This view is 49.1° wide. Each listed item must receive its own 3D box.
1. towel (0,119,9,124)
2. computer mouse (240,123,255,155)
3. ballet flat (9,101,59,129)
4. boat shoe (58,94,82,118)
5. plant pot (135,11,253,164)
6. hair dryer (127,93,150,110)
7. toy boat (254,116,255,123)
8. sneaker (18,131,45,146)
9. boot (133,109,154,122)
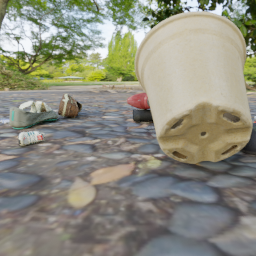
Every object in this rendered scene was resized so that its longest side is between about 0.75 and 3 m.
[{"bbox_3d":[-5.044,-0.297,11.945,0.660,0.107,0.898,-8,12,-41],"label":"towel"},{"bbox_3d":[3.707,0.120,7.677,1.760,0.670,2.542,6,13,34],"label":"computer mouse"},{"bbox_3d":[-3.704,-0.645,11.455,1.011,0.955,2.999,2,10,14],"label":"ballet flat"},{"bbox_3d":[-2.827,-1.005,13.924,1.051,1.050,2.842,11,14,-12],"label":"boat shoe"},{"bbox_3d":[1.478,-0.702,6.126,2.690,2.690,2.463,0,47,2],"label":"plant pot"},{"bbox_3d":[1.130,-0.994,12.047,2.593,0.705,1.975,11,-5,17],"label":"hair dryer"},{"bbox_3d":[4.904,-0.160,10.195,0.782,0.433,0.931,-3,11,-14],"label":"toy boat"},{"bbox_3d":[-2.709,0.267,7.953,0.470,0.354,1.006,-4,6,8],"label":"sneaker"},{"bbox_3d":[1.200,-0.529,11.502,2.034,0.668,1.677,4,-1,0],"label":"boot"}]
